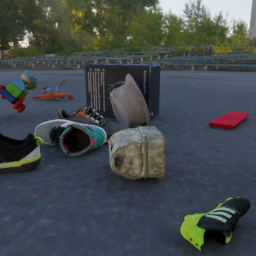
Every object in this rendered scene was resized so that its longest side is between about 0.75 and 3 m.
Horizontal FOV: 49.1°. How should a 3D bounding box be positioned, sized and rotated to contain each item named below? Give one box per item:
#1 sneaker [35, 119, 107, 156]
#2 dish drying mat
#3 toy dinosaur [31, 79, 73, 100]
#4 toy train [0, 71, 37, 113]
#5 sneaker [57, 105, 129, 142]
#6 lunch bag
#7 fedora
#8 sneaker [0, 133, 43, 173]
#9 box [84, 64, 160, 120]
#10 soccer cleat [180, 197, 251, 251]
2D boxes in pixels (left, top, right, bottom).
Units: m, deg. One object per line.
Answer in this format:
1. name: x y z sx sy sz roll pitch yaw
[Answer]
1. sneaker: -1.687 0.247 7.421 2.046 0.856 1.236 3 5 8
2. dish drying mat: 3.913 -0.310 10.730 0.906 0.215 2.360 9 18 34
3. toy dinosaur: -4.121 -1.816 16.166 2.083 1.094 1.891 -45 46 -18
4. toy train: -4.413 -1.456 11.714 1.444 1.056 2.495 -48 5 -12
5. sneaker: -1.160 -0.167 8.528 2.468 1.011 0.951 4 15 15
6. lunch bag: 0.152 0.504 6.061 1.142 0.949 1.361 0 14 -4
7. fedora: -0.042 -0.781 9.608 0.881 1.951 1.726 -22 -12 -14
8. sneaker: -3.013 0.486 6.212 2.191 0.907 0.786 -4 15 -15
9. box: -0.202 -1.603 11.810 2.874 2.133 1.538 6 16 20
10. soccer cleat: 1.346 1.358 3.987 1.308 0.442 0.530 -11 33 -27
